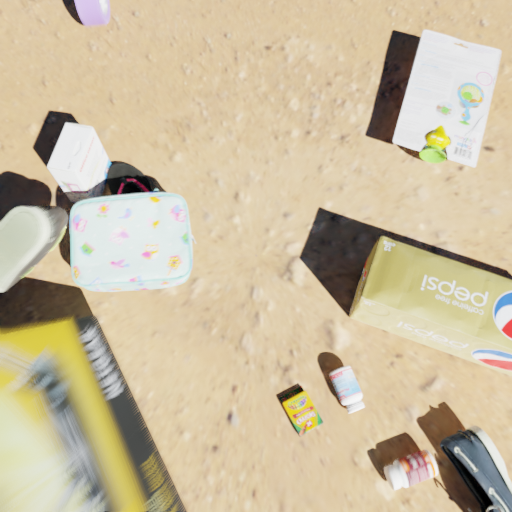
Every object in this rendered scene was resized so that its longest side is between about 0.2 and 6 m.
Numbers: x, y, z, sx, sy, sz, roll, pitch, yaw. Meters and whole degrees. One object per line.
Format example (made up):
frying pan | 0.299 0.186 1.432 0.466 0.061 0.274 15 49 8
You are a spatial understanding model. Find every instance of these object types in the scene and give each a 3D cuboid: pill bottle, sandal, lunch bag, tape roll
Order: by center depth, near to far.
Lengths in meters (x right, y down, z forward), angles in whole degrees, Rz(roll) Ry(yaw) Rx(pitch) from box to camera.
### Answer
pill bottle | 2.485 3.458 9.034 0.763 0.436 0.436 -19 69 -8
pill bottle | 1.559 2.277 9.533 0.397 0.397 0.729 -19 69 -8
lunch bag | -2.198 -0.285 10.149 2.205 0.850 1.769 -5 79 -7
sandal | -2.313 -1.016 10.821 0.769 0.462 2.049 -23 70 -8
tape roll | -3.621 -5.709 12.331 0.487 1.146 1.146 -4 68 1

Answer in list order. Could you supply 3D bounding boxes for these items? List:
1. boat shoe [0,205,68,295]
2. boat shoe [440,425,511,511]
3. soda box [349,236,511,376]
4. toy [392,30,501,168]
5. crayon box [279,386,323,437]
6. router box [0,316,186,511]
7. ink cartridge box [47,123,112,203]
boat shoe | -4.389 0.054 9.822 2.793 0.841 0.996 -33 90 23
boat shoe | 3.704 3.865 8.623 0.747 0.904 2.415 -20 68 -9
soda box | 3.640 1.004 9.554 3.831 1.297 1.226 19 69 7
toy | 3.888 -3.173 11.579 1.683 0.690 2.923 18 68 4
crayon box | 0.759 2.623 9.509 0.465 0.186 0.733 -27 70 -10
router box | -3.070 3.148 7.805 3.345 1.111 4.254 -10 62 -48
ink cartridge box | -3.303 -1.699 10.604 0.582 1.375 0.994 12 69 5
